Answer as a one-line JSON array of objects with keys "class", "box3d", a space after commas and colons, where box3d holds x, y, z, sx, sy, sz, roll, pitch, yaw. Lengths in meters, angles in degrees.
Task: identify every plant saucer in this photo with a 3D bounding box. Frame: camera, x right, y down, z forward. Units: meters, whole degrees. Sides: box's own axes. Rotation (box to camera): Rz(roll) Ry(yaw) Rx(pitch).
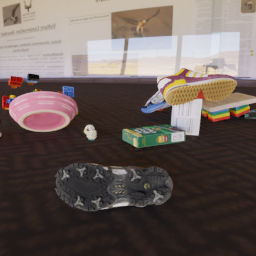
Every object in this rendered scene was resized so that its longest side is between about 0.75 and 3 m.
[{"class": "plant saucer", "box3d": [-2.946, -0.466, 9.902, 2.311, 0.586, 2.311, -8, -23, -3]}]

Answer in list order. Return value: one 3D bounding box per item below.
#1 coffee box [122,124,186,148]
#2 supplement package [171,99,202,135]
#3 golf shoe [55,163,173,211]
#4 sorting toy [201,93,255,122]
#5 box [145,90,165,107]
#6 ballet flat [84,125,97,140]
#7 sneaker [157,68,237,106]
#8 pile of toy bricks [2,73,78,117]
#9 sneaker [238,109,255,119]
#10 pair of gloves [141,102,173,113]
[{"class": "coffee box", "box3d": [0.860, 0.237, 9.299, 1.837, 0.404, 1.130, -6, 15, -24]}, {"class": "supplement package", "box3d": [2.196, -0.592, 10.717, 0.949, 1.333, 1.712, 4, 14, 6]}, {"class": "golf shoe", "box3d": [-0.258, 1.106, 5.269, 2.197, 0.854, 1.038, 2, -8, 14]}, {"class": "sorting toy", "box3d": [4.517, -0.964, 12.948, 2.106, 0.737, 2.118, -12, 13, 0]}, {"class": "box", "box3d": [1.683, -1.640, 14.413, 0.500, 1.662, 0.969, 44, 24, -5]}, {"class": "ballet flat", "box3d": [-1.316, 0.088, 9.950, 0.429, 0.429, 1.234, -4, 14, -17]}, {"class": "sneaker", "box3d": [2.398, -1.609, 9.705, 2.798, 1.049, 1.261, -7, 49, -18]}, {"class": "pile of toy bricks", "box3d": [-3.415, -1.076, 10.852, 2.756, 1.529, 1.361, 3, -16, -31]}, {"class": "sneaker", "box3d": [5.674, -0.585, 12.750, 1.460, 0.550, 0.578, 2, 20, 46]}, {"class": "pair of gloves", "box3d": [2.030, -1.084, 13.273, 2.291, 0.325, 2.850, -14, -1, 37]}]
